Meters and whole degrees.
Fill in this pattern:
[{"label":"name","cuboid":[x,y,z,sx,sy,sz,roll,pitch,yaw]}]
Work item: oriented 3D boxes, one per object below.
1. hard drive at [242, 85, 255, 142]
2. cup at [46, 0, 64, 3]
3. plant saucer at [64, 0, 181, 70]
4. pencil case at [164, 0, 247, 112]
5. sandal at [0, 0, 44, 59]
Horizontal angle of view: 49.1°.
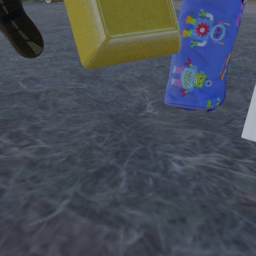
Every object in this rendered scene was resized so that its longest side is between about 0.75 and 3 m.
[{"label":"hard drive","cuboid":[2.822,-0.788,4.161,1.584,2.401,0.315,19,15,34]},{"label":"cup","cuboid":[-1.537,-3.454,6.646,0.702,0.982,0.982,-6,28,-31]},{"label":"plant saucer","cuboid":[-0.009,-1.582,3.404,1.487,1.488,0.360,-17,4,-26]},{"label":"pencil case","cuboid":[1.470,-1.616,5.155,1.185,2.730,1.065,17,19,23]},{"label":"sandal","cuboid":[-1.655,-1.623,3.871,0.577,1.412,0.385,-39,23,-27]}]
